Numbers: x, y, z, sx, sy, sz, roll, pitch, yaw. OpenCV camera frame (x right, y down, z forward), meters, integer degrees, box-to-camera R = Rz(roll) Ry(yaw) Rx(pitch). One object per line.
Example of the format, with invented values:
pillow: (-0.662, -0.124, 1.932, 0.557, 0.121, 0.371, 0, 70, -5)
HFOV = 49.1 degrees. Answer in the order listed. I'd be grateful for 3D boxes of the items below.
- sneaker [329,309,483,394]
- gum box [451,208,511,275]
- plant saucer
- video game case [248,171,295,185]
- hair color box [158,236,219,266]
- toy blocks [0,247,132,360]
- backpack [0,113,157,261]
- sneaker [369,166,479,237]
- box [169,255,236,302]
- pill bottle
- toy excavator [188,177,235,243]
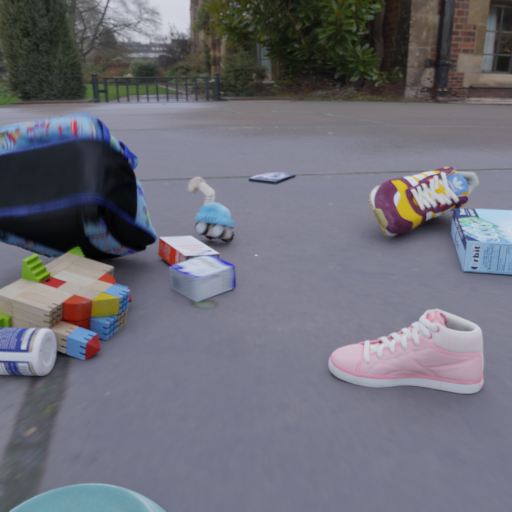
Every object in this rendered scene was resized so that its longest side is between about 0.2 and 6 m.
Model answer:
sneaker: (1.652, 0.971, 6.171, 1.676, 0.876, 0.631, 3, 22, 12)
gum box: (5.032, -0.255, 10.025, 2.725, 0.607, 2.315, 4, 20, 12)
plant saucer: (-1.288, 2.093, 3.837, 1.640, 0.295, 1.640, 0, 20, 0)
video game case: (0.488, -2.329, 16.666, 0.909, 0.121, 1.273, 11, 23, 29)
hair color box: (-1.182, -0.023, 9.664, 0.638, 0.368, 1.151, -3, 17, -31)
toy blocks: (-2.323, 0.615, 7.342, 1.385, 1.012, 2.026, 16, 23, 10)
backpack: (-2.836, -0.876, 9.033, 2.350, 1.732, 2.574, -8, -16, 14)
sneaker: (3.496, -1.274, 11.474, 1.395, 1.160, 3.096, -23, 1, 41)
box: (-0.825, 0.327, 8.641, 0.766, 0.402, 0.705, -18, 27, -37)
pill bottle: (-2.821, 1.078, 6.349, 0.954, 0.530, 0.530, 1, 19, 3)
toy excavator: (-0.871, -0.907, 10.849, 1.098, 1.129, 0.564, 11, -6, 23)
